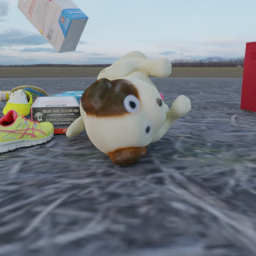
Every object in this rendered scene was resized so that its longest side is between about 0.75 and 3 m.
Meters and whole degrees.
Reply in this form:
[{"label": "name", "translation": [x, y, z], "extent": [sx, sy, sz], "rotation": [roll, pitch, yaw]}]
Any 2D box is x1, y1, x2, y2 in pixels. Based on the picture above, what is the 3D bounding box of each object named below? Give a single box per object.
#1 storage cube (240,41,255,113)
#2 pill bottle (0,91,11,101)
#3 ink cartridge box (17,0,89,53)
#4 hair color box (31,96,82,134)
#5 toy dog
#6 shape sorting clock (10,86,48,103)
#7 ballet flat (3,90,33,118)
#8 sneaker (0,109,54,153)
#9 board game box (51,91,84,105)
[{"label": "storage cube", "translation": [5.986, -1.814, 10.065], "extent": [2.922, 2.626, 2.497], "rotation": [-2, 12, -15]}, {"label": "pill bottle", "translation": [-6.260, -1.627, 14.186], "extent": [0.874, 0.493, 0.493], "rotation": [-5, 13, -24]}, {"label": "ink cartridge box", "translation": [-2.072, -3.125, 7.589], "extent": [1.947, 1.121, 0.661], "rotation": [48, 41, 11]}, {"label": "hair color box", "translation": [-2.063, -0.437, 8.114], "extent": [1.249, 0.753, 2.460], "rotation": [-2, 12, -13]}, {"label": "toy dog", "translation": [-0.157, -0.441, 5.613], "extent": [2.694, 1.938, 2.778], "rotation": [-16, 14, -1]}, {"label": "shape sorting clock", "translation": [-4.092, -1.354, 11.623], "extent": [1.469, 0.288, 1.469], "rotation": [-9, -26, -4]}, {"label": "ballet flat", "translation": [-3.884, -0.919, 10.020], "extent": [0.861, 0.863, 2.576], "rotation": [4, 11, -11]}, {"label": "sneaker", "translation": [-2.307, -0.013, 6.062], "extent": [0.703, 0.812, 1.799], "rotation": [5, 12, 29]}, {"label": "board game box", "translation": [-1.310, -1.042, 11.081], "extent": [2.810, 0.660, 2.122], "rotation": [1, 12, 4]}]
